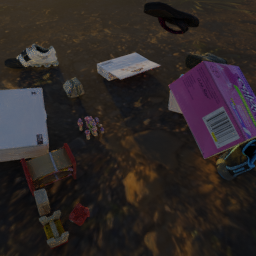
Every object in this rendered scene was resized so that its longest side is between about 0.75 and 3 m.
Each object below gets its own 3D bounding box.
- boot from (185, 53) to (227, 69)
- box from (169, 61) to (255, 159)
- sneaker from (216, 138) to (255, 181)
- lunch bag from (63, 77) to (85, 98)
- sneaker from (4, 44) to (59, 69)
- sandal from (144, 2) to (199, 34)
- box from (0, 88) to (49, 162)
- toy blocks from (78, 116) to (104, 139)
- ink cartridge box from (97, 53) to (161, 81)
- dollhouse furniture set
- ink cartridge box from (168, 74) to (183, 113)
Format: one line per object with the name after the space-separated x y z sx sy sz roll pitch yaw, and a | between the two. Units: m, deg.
4.254 -3.059 13.614 1.764 0.914 2.700 -17 42 -29 | boot
2.426 -0.502 7.120 2.264 1.094 1.991 -8 71 -50 | box
3.672 0.570 8.587 0.942 1.054 2.574 45 51 -8 | sneaker
-2.366 -1.707 12.084 0.734 0.610 0.875 -29 44 -11 | lunch bag
-4.942 -3.687 14.158 2.652 1.174 0.982 -8 40 -8 | sneaker
1.458 -3.568 9.425 0.999 0.636 2.657 13 12 43 | sandal
-3.515 -0.079 8.628 1.937 1.266 1.927 -6 70 -19 | box
-1.288 -0.171 9.991 0.836 0.704 0.781 -22 42 -25 | toy blocks
0.027 -2.845 13.552 2.366 0.529 2.085 -24 43 -27 | ink cartridge box
-1.833 1.785 7.488 1.347 1.018 2.503 -18 59 -22 | dollhouse furniture set
3.197 -1.135 11.023 2.814 0.955 1.620 16 41 19 | ink cartridge box
